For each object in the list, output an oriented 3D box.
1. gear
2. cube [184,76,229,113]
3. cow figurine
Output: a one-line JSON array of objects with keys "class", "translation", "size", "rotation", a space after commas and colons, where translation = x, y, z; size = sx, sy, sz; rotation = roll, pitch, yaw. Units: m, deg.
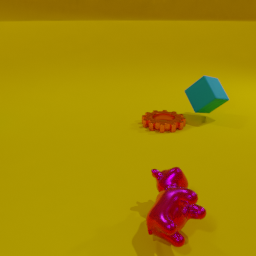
[{"class": "gear", "translation": [0.926, -0.193, 7.305], "size": [1.116, 0.206, 1.116], "rotation": [0, 23, 0]}, {"class": "cube", "translation": [2.118, -0.882, 7.552], "size": [0.721, 0.721, 0.721], "rotation": [-1, 62, -44]}, {"class": "cow figurine", "translation": [0.535, 0.996, 3.788], "size": [1.027, 0.564, 1.010], "rotation": [-44, 27, -25]}]
